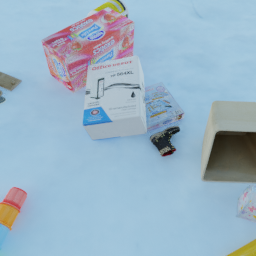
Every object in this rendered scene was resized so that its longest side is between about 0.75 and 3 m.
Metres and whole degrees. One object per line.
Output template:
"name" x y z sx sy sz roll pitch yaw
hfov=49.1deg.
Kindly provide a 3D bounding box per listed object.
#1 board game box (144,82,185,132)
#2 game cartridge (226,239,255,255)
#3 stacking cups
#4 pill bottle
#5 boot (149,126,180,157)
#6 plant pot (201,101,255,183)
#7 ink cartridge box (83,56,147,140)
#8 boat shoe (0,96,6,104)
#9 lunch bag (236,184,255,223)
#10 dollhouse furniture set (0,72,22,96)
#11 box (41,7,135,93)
"board game box" 0.754 -0.684 8.979 1.550 0.319 1.546 -18 55 -14
"game cartridge" 3.079 3.272 5.965 1.494 0.275 1.695 -21 56 -16
"stacking cups" -3.091 2.457 6.434 0.693 0.693 2.291 11 49 9
"pill bottle" -0.951 -4.365 11.321 1.104 1.104 1.933 33 58 23
"boot" 1.196 0.381 8.138 0.968 0.354 0.729 -20 54 -10
"plant pot" 2.885 0.242 7.463 1.842 1.840 1.631 1 40 1
"ink cartridge box" -0.372 -0.922 8.442 1.687 0.974 2.312 -9 57 11
"boat shoe" -4.486 -0.970 9.235 0.872 0.269 0.317 2 52 1
"lunch bag" 3.192 1.774 6.578 0.953 1.124 0.715 15 54 12
"dollhouse furniture set" -4.606 -1.797 9.127 1.198 1.470 1.398 23 58 16
"box" -1.284 -2.780 9.855 2.980 1.529 1.411 -37 61 -27
